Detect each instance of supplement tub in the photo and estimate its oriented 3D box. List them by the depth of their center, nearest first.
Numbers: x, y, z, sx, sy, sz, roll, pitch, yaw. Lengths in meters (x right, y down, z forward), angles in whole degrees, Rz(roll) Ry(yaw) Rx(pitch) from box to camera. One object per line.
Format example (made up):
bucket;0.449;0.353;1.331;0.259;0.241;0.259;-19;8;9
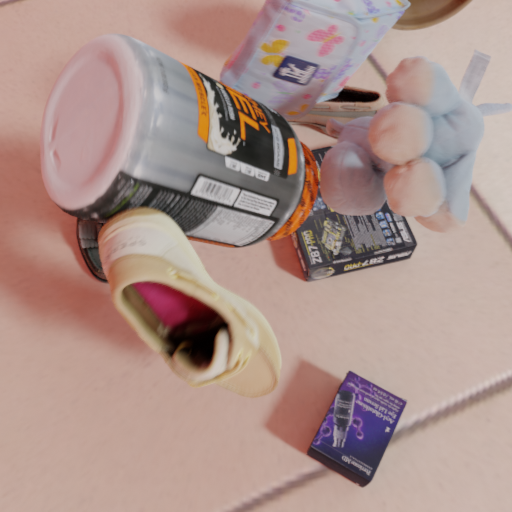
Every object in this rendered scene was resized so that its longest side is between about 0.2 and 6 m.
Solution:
supplement tub;-0.702;-1.098;6.450;1.844;3.010;1.844;-7;79;39

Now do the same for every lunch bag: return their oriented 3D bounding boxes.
lunch bag;0.660;-2.804;7.315;2.147;1.821;1.365;-28;78;-41

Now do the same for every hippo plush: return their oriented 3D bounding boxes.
hippo plush;1.636;-1.488;7.052;1.968;1.950;2.448;3;59;47

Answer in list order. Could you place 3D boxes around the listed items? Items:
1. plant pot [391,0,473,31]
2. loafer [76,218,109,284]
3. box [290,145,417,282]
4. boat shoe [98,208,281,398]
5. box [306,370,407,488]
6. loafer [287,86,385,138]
plant pot;2.515;-4.812;8.672;2.279;2.279;1.052;-8;53;-4
loafer;-2.598;-0.961;9.401;1.038;0.908;2.888;-9;62;-5
box;1.425;-0.834;9.534;1.859;0.566;2.307;-12;62;-8
boat shoe;-0.582;0.822;5.714;1.066;2.893;1.001;-29;39;14
box;1.380;2.384;7.735;0.916;0.646;1.238;26;64;13
loafer;0.914;-3.016;10.482;3.094;0.973;1.112;17;63;9
